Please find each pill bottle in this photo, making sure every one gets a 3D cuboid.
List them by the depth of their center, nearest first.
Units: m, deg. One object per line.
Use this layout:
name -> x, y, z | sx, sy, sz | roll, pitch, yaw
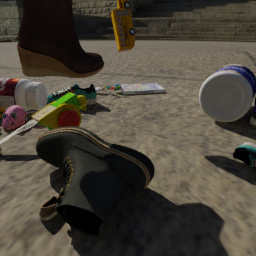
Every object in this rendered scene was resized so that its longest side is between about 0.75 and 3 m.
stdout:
pill bottle -> 3.612, -1.357, 9.826 | 1.635, 1.635, 2.825 | 10, 23, 25
pill bottle -> -4.086, -1.196, 10.080 | 2.115, 1.159, 1.159 | 3, 21, 8

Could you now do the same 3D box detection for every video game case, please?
video game case -> 0.586, -1.869, 13.194 | 1.944, 0.175, 1.392 | -4, 21, -12

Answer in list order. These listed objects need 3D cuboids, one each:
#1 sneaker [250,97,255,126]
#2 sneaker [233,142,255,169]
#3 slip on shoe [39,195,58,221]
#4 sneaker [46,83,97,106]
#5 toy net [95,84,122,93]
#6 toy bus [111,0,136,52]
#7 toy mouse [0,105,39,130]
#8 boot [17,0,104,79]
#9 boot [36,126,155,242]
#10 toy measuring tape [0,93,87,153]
sneaker -> 4.803, -1.018, 9.334 | 0.945, 1.352, 2.719 | 11, 24, 27
sneaker -> 2.968, 0.737, 6.070 | 0.572, 0.511, 1.431 | -22, 25, -33
slip on shoe -> -1.235, 1.290, 4.903 | 0.304, 0.243, 0.801 | 13, 24, 30
sneaker -> -2.260, -1.321, 10.844 | 2.087, 0.834, 0.745 | -7, 22, -17
toy net -> -0.930, -1.724, 12.594 | 1.333, 0.257, 0.699 | -11, 27, 0
toy bus -> -0.143, -3.194, 8.701 | 0.587, 1.500, 0.488 | -12, 6, -11
toy mouse -> -4.170, -0.298, 8.577 | 2.870, 0.555, 2.551 | -8, 22, -20
boot -> -1.258, -2.005, 5.973 | 2.158, 1.795, 0.781 | -15, 40, -41
boot -> -1.074, 0.849, 5.139 | 2.657, 1.029, 1.838 | 9, 28, 25
toy measuring tape -> -2.217, 0.041, 7.698 | 2.872, 1.057, 1.057 | -39, 39, -25
